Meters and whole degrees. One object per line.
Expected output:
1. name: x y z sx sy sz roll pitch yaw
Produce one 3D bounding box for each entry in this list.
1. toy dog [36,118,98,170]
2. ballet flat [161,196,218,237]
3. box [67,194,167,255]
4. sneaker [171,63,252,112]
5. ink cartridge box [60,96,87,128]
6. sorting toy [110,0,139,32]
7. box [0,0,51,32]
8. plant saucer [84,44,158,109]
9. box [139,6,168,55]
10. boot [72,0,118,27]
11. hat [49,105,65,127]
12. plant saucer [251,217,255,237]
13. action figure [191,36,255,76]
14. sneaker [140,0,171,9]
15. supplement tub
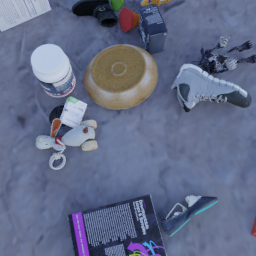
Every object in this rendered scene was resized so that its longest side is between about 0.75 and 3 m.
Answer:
1. toy dog: -1.949 0.301 9.121 2.118 1.020 1.397 -28 72 -10
2. ballet flat: 1.831 2.497 8.571 1.947 0.711 0.711 -33 74 -8
3. box: -0.332 3.239 8.403 2.624 0.474 1.876 -13 72 -3
4. sneaker: 2.702 -1.009 9.697 2.707 1.016 1.563 32 78 21
5. ink cartridge box: -1.884 -0.516 9.606 0.659 0.381 0.906 26 69 -26
6. sorting toy: -0.083 -5.051 11.240 0.902 0.909 2.620 -13 72 -29
7. box: -4.340 -5.121 10.458 2.254 2.073 1.183 -28 72 -10
8. plant saucer: -0.307 -2.000 10.003 2.742 0.485 2.742 -3 68 8
9. box: 0.904 -3.597 10.388 0.713 1.194 1.215 -16 72 -6
10. boot: -1.301 -4.460 10.997 1.625 0.612 1.215 -18 72 -6
11. hat: -2.380 -0.463 9.759 0.840 0.339 0.840 0 71 -1
12. plant saucer: 4.350 3.060 8.625 0.890 0.163 0.888 23 72 9
13. action figure: 3.480 -2.594 10.099 2.240 1.143 1.332 -14 82 -7
14. sneaker: 1.080 -5.316 11.376 1.591 0.599 0.701 -26 65 -18
15. supplement tub: -2.504 -1.898 9.517 1.206 1.719 1.206 0 71 0
